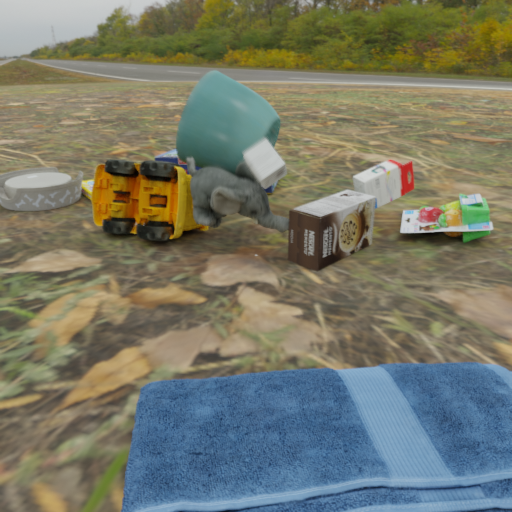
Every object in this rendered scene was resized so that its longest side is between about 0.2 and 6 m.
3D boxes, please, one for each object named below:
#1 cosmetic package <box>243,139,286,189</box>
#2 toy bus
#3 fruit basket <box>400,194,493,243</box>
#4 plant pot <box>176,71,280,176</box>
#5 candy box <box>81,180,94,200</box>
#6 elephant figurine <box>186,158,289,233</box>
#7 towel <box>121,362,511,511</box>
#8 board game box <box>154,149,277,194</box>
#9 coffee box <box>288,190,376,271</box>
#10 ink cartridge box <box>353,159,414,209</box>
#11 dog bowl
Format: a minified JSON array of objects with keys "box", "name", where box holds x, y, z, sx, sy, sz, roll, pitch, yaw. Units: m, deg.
[{"box":[0.151,-1.504,9.195,0.462,0.560,0.462,-35,-16,-2],"name":"cosmetic package"},{"box":[-1.870,-1.140,11.155,2.140,1.452,2.055,8,10,28],"name":"toy bus"},{"box":[3.670,-0.775,10.899,1.629,0.764,1.509,3,22,17],"name":"fruit basket"},{"box":[-0.422,-2.324,10.512,1.455,1.813,1.813,26,27,10],"name":"plant pot"},{"box":[-3.725,-1.588,13.646,0.875,0.226,1.713,-16,27,-30],"name":"candy box"},{"box":[-0.285,-1.061,9.749,1.649,1.167,1.279,-1,-10,39],"name":"elephant figurine"},{"box":[0.824,1.618,4.612,3.807,0.924,2.126,-2,21,-5],"name":"towel"},{"box":[-0.852,-2.486,14.969,2.945,0.908,2.943,3,23,7],"name":"board game box"},{"box":[1.345,-0.483,9.856,0.681,0.964,1.705,20,30,39],"name":"coffee box"},{"box":[2.434,-1.379,10.642,1.131,0.657,0.380,-25,34,-17],"name":"ink cartridge box"},{"box":[-5.055,-1.566,13.088,2.027,0.594,2.027,0,21,0],"name":"dog bowl"}]
